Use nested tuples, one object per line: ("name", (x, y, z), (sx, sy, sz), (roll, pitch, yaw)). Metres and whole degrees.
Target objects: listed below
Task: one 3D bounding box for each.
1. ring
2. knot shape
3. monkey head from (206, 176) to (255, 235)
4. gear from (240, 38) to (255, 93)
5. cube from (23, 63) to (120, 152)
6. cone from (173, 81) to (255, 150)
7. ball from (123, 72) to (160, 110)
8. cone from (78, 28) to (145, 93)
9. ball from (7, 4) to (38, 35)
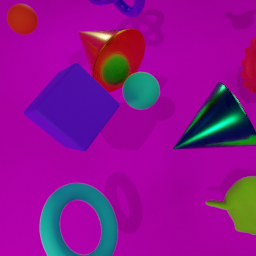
("ring", (-0.846, 1.809, 5.165), (1.637, 0.327, 1.637), (29, 45, -33))
("knot shape", (-0.190, -4.085, 7.611), (1.874, 0.866, 1.754), (24, 108, 18))
("monkey head", (2.524, 1.507, 5.401), (1.807, 1.300, 1.089), (-22, 85, 6))
("gear", (3.449, -1.666, 7.375), (0.269, 1.452, 1.452), (1, 63, -6))
("cube", (-1.052, -0.350, 5.161), (1.096, 1.096, 1.096), (43, 70, -23))
("cone", (1.486, 0.068, 5.427), (1.408, 1.403, 1.403), (-31, 65, 11))
("ball", (0.293, -0.829, 6.264), (0.829, 0.829, 0.829), (0, 63, 0))
("cone", (-0.656, -1.813, 6.241), (1.485, 1.485, 1.491), (-40, 63, -18))
("ball", (-2.581, -2.656, 6.860), (0.714, 0.714, 0.714), (0, 63, 0))
